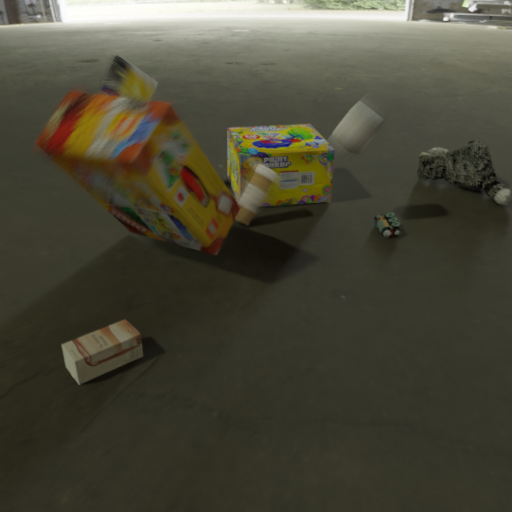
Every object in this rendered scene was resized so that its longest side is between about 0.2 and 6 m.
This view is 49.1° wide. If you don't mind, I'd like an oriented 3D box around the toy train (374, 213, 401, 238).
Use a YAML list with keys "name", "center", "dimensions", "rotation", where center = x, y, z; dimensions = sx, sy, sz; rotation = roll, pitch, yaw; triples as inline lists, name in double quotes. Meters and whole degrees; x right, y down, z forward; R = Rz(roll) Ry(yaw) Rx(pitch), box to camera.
- name: "toy train"
  center: [2.954, -0.678, 12.605]
  dimensions: [0.466, 0.348, 0.818]
  rotation: [-13, 32, 2]

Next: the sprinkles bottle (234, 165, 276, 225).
- name: "sprinkles bottle"
  center: [-0.065, -1.387, 12.780]
  dimensions: [0.467, 1.369, 0.467]
  rotation: [29, 10, -5]

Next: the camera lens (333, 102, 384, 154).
- name: "camera lens"
  center: [2.171, -2.723, 12.011]
  dimensions: [0.752, 0.940, 0.752]
  rotation: [32, 21, -14]

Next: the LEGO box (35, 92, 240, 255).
- name: "LEGO box"
  center: [-2.135, -1.532, 10.898]
  dimensions: [2.449, 3.289, 1.269]
  rotation: [14, 69, 29]

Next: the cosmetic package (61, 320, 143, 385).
- name: "cosmetic package"
  center: [-2.373, 1.467, 8.680]
  dimensions: [1.084, 0.473, 0.560]
  rotation: [-22, 37, -34]

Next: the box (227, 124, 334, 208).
- name: "box"
  center: [0.541, -2.359, 14.415]
  dimensions: [2.327, 1.420, 2.242]
  rotation: [-5, 29, -10]

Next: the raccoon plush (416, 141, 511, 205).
- name: "raccoon plush"
  center: [5.214, -2.129, 14.408]
  dimensions: [1.655, 1.195, 2.471]
  rotation: [-11, 31, -3]

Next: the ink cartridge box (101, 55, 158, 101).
- name: "ink cartridge box"
  center: [-3.026, -3.953, 13.188]
  dimensions: [1.110, 1.124, 0.264]
  rotation: [32, 42, -12]
